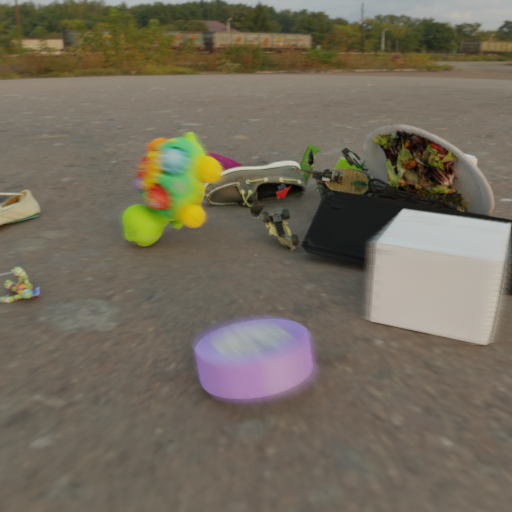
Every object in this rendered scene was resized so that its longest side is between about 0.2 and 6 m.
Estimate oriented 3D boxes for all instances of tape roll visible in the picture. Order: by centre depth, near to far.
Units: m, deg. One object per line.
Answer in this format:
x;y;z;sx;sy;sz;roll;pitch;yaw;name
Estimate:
-0.024;1.112;6.241;1.265;0.415;1.265;-7;12;2;tape roll

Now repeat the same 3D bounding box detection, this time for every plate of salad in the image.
3.061;-1.322;10.412;2.699;2.699;0.648;25;69;46;plate of salad

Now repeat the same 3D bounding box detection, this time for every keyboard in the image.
2.912;-0.269;9.657;3.922;0.777;2.041;13;53;19;keyboard

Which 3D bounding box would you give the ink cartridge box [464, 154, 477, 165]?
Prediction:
3.879;-1.407;11.487;0.610;1.395;1.014;-11;25;-25;ink cartridge box

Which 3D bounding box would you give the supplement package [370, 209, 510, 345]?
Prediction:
2.571;0.214;7.803;1.554;1.195;1.625;10;25;24;supplement package

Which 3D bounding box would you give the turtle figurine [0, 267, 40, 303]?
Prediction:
-3.606;0.407;8.245;0.732;0.527;0.710;-9;20;-29;turtle figurine

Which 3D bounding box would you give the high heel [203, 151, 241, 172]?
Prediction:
-1.226;-2.609;15.359;0.958;0.672;1.993;-21;43;-21;high heel

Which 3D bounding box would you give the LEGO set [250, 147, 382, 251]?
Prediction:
1.438;-1.102;11.142;3.353;0.950;2.177;-16;54;-15;LEGO set

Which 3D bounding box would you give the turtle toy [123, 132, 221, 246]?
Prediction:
-1.627;-1.185;10.108;1.141;2.256;1.644;15;15;-32;turtle toy

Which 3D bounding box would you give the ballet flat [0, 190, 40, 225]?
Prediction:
-5.233;-0.864;11.134;0.713;0.713;2.053;10;25;24;ballet flat

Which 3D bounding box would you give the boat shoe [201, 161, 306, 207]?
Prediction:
-0.044;-1.517;12.520;2.339;0.836;0.699;-13;54;-8;boat shoe

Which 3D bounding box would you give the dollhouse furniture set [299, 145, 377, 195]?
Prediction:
2.382;-1.608;13.268;2.904;1.121;1.452;20;15;-2;dollhouse furniture set
